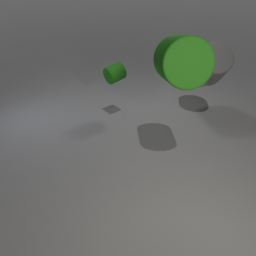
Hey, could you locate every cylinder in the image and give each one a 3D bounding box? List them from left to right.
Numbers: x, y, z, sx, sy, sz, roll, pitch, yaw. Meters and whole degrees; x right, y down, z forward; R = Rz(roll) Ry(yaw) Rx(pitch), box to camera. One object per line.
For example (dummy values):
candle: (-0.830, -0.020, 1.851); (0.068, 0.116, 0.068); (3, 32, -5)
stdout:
cylinder: (-0.528, -2.197, 11.217); (0.700, 0.700, 0.700); (-30, 40, -24)
cylinder: (1.514, -1.872, 7.816); (1.400, 1.400, 1.400); (-3, 20, -4)
cylinder: (3.466, -2.641, 11.680); (1.400, 1.400, 1.400); (-1, -11, -3)
